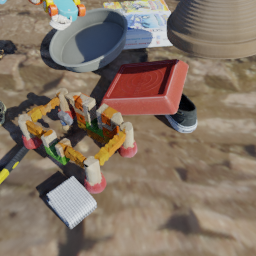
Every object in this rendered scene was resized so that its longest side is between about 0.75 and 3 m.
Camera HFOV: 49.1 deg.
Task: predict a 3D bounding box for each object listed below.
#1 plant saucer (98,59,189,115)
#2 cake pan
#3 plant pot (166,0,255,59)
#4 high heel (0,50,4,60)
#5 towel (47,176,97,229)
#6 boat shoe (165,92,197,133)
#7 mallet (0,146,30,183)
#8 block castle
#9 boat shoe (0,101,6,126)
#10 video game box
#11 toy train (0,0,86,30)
[{"bbox_3d":[0.429,-1.277,8.121,2.319,0.426,2.315,1,44,23],"label":"plant saucer"},{"bbox_3d":[-1.301,-2.995,9.603,2.841,0.521,2.841,-9,56,13],"label":"cake pan"},{"bbox_3d":[2.166,-2.749,6.445,2.558,1.181,2.558,-4,46,4],"label":"plant pot"},{"bbox_3d":[-4.366,-2.158,9.372,0.799,0.400,1.121,21,66,27],"label":"high heel"},{"bbox_3d":[-1.188,1.561,5.879,0.737,0.381,0.890,-36,57,-27],"label":"towel"},{"bbox_3d":[1.145,-0.951,8.015,0.895,0.738,2.607,-21,50,-19],"label":"boat shoe"},{"bbox_3d":[-2.766,0.948,6.151,0.513,0.822,2.495,12,47,11],"label":"mallet"},{"bbox_3d":[-1.159,0.245,6.593,2.490,1.168,1.664,28,54,25],"label":"block castle"},{"bbox_3d":[-3.660,-0.496,7.856,0.375,0.345,1.049,-13,48,-12],"label":"boat shoe"},{"bbox_3d":[0.438,-4.194,11.183,2.678,0.688,2.940,-5,47,-8],"label":"video game box"},{"bbox_3d":[-2.215,-2.792,6.425,2.381,0.662,1.788,27,49,3],"label":"toy train"}]
